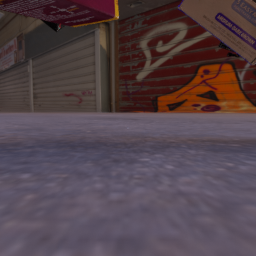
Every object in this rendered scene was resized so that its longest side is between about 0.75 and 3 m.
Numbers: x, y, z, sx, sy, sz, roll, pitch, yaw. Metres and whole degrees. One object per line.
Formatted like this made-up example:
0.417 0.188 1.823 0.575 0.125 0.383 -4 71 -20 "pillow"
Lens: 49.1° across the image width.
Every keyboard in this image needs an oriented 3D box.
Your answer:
2.534 -1.832 6.477 0.860 0.516 0.110 20 49 2 "keyboard"

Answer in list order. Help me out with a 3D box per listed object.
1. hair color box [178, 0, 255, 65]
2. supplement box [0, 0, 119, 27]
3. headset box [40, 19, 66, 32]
2.166 -2.474 3.965 1.502 2.747 0.890 37 27 1 "hair color box"
-1.341 -2.607 4.343 1.167 1.503 2.724 2 10 30 "supplement box"
-1.489 -3.646 7.418 0.689 1.838 1.366 39 -29 3 "headset box"
